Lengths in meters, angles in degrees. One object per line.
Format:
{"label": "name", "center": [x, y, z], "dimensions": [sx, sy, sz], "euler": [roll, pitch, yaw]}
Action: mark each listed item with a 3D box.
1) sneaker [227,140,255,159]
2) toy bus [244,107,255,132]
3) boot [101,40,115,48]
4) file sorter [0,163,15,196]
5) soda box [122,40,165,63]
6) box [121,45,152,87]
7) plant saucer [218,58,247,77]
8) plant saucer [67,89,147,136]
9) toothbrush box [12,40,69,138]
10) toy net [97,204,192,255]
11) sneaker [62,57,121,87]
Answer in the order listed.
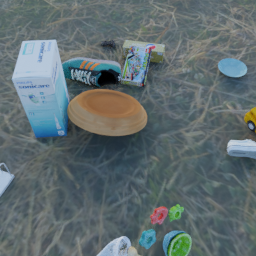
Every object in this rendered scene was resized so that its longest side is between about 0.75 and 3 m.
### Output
{"label": "sneaker", "center": [4.160, 0.659, 9.370], "dimensions": [1.613, 0.589, 0.571], "euler": [8, 53, 7]}
{"label": "toy bus", "center": [5.214, 0.205, 9.440], "dimensions": [0.884, 1.063, 2.715], "euler": [-22, 53, -13]}
{"label": "boot", "center": [-0.976, -4.059, 13.646], "dimensions": [0.677, 0.269, 0.778], "euler": [-9, 41, -6]}
{"label": "file sorter", "center": [-4.533, 1.439, 8.521], "dimensions": [1.521, 0.947, 1.055], "euler": [16, 51, 14]}
{"label": "soda box", "center": [0.719, -3.549, 12.962], "dimensions": [1.901, 0.609, 0.644], "euler": [10, 51, 8]}
{"label": "box", "center": [0.381, -2.696, 12.100], "dimensions": [1.012, 0.319, 1.838], "euler": [9, 67, 7]}
{"label": "plant saucer", "center": [4.590, -2.599, 12.382], "dimensions": [1.253, 0.241, 1.253], "euler": [0, 52, 0]}
{"label": "plant saucer", "center": [-0.694, -0.694, 9.947], "dimensions": [2.867, 0.536, 2.867], "euler": [9, 29, -5]}
{"label": "toothbrush box", "center": [-2.834, -1.291, 9.639], "dimensions": [1.174, 2.754, 2.016], "euler": [-3, 51, -3]}
{"label": "toy net", "center": [0.445, 2.784, 6.739], "dimensions": [2.738, 1.437, 0.529], "euler": [-5, 15, -35]}
{"label": "sneaker", "center": [-1.586, -2.266, 11.652], "dimensions": [2.635, 0.941, 1.053], "euler": [-1, 45, -3]}
